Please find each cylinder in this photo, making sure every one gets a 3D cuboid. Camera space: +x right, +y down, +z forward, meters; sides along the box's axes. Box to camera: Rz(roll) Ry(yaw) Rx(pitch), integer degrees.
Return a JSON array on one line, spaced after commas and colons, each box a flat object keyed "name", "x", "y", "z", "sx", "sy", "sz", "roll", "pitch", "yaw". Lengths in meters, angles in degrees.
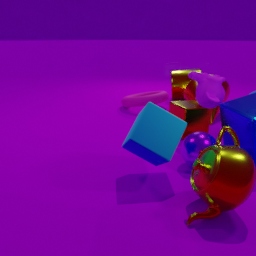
[{"name": "cylinder", "x": 2.548, "y": -1.917, "z": 12.306, "sx": 1.278, "sy": 1.278, "sz": 1.278, "roll": -2, "pitch": 19, "yaw": 10}]

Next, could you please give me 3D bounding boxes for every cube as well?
[{"name": "cube", "x": 0.513, "y": 0.156, "z": 5.710, "sx": 0.880, "sy": 0.880, "sz": 0.880, "roll": 29, "pitch": -17, "yaw": -3}, {"name": "cube", "x": 1.792, "y": -0.269, "z": 8.277, "sx": 0.903, "sy": 0.903, "sz": 0.903, "roll": -4, "pitch": 20, "yaw": -21}, {"name": "cube", "x": 3.098, "y": 0.025, "z": 6.468, "sx": 1.332, "sy": 1.332, "sz": 1.332, "roll": -17, "pitch": 22, "yaw": -8}]

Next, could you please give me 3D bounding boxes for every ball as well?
[{"name": "ball", "x": 1.608, "y": 0.495, "z": 6.279, "sx": 0.839, "sy": 0.839, "sz": 0.839, "roll": 0, "pitch": 19, "yaw": 0}]

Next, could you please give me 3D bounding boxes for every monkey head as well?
[{"name": "monkey head", "x": 2.054, "y": -1.017, "z": 7.508, "sx": 1.063, "sy": 0.890, "sz": 1.477, "roll": 17, "pitch": 4, "yaw": -2}]

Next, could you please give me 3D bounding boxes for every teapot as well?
[{"name": "teapot", "x": 1.488, "y": 0.831, "z": 4.708, "sx": 0.898, "sy": 1.833, "sz": 1.140, "roll": 24, "pitch": -13, "yaw": -11}]

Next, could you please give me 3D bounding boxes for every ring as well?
[{"name": "ring", "x": 0.668, "y": -1.163, "z": 11.147, "sx": 1.912, "sy": 0.382, "sz": 1.912, "roll": -8, "pitch": 11, "yaw": 2}]

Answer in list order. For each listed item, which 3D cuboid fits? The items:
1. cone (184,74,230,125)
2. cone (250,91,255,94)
[{"name": "cone", "x": 2.811, "y": -0.699, "z": 9.745, "sx": 1.654, "sy": 1.654, "sz": 1.660, "roll": 2, "pitch": 46, "yaw": 6}, {"name": "cone", "x": 3.994, "y": -0.779, "z": 8.268, "sx": 1.076, "sy": 1.076, "sz": 1.080, "roll": 8, "pitch": -8, "yaw": 21}]
